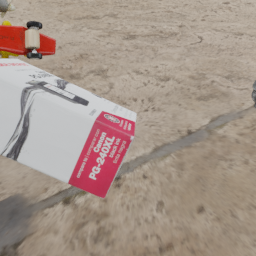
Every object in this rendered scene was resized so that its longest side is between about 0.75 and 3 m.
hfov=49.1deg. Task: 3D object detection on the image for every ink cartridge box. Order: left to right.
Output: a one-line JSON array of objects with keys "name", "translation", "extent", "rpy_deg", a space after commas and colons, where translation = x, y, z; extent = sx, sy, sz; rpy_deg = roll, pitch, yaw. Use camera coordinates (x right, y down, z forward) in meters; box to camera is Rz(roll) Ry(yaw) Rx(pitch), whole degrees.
[{"name": "ink cartridge box", "translation": [-1.204, -0.156, 4.471], "extent": [2.500, 1.042, 1.816], "rpy_deg": [25, 14, -3]}]

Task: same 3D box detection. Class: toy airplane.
[{"name": "toy airplane", "translation": [-2.935, -1.864, 6.034], "extent": [2.103, 2.094, 1.484], "rpy_deg": [-47, 20, -12]}]

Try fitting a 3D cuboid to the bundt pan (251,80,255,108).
[{"name": "bundt pan", "translation": [2.797, -0.572, 4.985], "extent": [1.277, 1.277, 0.479], "rpy_deg": [32, 49, 31]}]
